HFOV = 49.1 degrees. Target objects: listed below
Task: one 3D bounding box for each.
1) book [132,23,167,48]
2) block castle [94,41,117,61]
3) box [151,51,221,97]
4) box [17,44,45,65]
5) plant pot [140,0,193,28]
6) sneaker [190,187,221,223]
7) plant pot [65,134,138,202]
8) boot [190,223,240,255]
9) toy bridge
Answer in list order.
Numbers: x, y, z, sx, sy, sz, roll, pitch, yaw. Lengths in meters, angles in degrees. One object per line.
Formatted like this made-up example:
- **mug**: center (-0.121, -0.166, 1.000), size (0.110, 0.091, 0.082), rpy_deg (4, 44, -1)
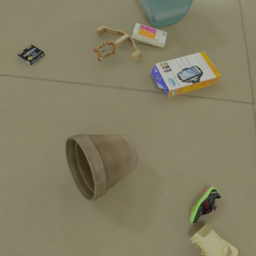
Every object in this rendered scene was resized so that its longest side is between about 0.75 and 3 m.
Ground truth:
- **book**: center (1.070, -4.605, 13.846), size (1.623, 0.390, 1.084), rpy_deg (17, 52, -3)
- **block castle**: center (-1.065, -3.611, 13.064), size (0.977, 0.458, 0.653), rpy_deg (-31, 105, -18)
- **box**: center (2.481, -2.393, 12.536), size (2.803, 0.581, 1.669), rpy_deg (-17, 59, -8)
- **box**: center (-4.648, -3.522, 13.441), size (0.900, 0.225, 0.907), rpy_deg (35, 63, 19)
- **plant pot**: center (1.799, -6.533, 14.065), size (2.339, 2.383, 2.333), rpy_deg (-17, 60, -11)
- **sneaker**: center (2.598, 2.620, 9.334), size (0.611, 0.560, 1.458), rpy_deg (39, 71, 16)
- **plant pot**: center (-0.810, 1.094, 9.570), size (1.958, 2.256, 2.256), rpy_deg (-18, 58, -31)
- **boot**: center (2.357, 3.903, 8.476), size (1.346, 0.630, 1.731), rpy_deg (40, 65, 22)
- **toy bridge**: center (-0.307, -4.276, 13.815), size (2.823, 0.384, 0.949), rpy_deg (40, 65, 21)
